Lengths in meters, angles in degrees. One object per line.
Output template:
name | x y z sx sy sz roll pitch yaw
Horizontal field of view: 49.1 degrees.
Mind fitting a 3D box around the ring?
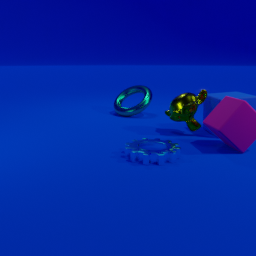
ring | 0.180 -1.056 10.726 1.591 0.318 1.591 -17 42 16

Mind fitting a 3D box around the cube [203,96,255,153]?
cube | 2.509 -0.103 6.621 0.880 0.880 0.880 40 5 -16

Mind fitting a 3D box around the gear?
gear | 0.545 0.502 6.251 1.231 0.228 1.231 0 14 0

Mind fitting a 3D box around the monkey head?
monkey head | 1.682 -0.464 7.929 1.419 1.021 0.855 -30 21 32

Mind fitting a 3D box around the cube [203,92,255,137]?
cube | 2.869 -0.409 8.010 1.083 1.083 1.083 -5 15 -7
